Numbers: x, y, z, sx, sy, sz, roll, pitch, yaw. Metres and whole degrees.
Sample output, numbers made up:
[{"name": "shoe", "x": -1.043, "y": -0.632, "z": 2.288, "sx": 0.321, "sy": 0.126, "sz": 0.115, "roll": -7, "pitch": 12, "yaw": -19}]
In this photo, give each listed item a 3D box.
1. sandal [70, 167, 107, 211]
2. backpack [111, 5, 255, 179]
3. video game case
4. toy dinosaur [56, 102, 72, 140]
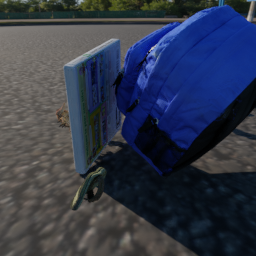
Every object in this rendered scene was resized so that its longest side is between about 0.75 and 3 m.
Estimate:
[{"name": "sandal", "x": -0.445, "y": 0.795, "z": 3.750, "sx": 0.290, "sy": 0.403, "sz": 1.016, "roll": 34, "pitch": 17, "yaw": 8}, {"name": "backpack", "x": 0.960, "y": -0.677, "z": 4.692, "sx": 2.196, "sy": 2.617, "sz": 2.127, "roll": 43, "pitch": 60, "yaw": 7}, {"name": "video game case", "x": -0.586, "y": -0.490, "z": 5.577, "sx": 0.235, "sy": 2.132, "sz": 1.941, "roll": 11, "pitch": 32, "yaw": 17}, {"name": "toy dinosaur", "x": -1.364, "y": -0.213, "z": 6.158, "sx": 0.445, "sy": 1.036, "sz": 0.702, "roll": -41, "pitch": 53, "yaw": -12}]
